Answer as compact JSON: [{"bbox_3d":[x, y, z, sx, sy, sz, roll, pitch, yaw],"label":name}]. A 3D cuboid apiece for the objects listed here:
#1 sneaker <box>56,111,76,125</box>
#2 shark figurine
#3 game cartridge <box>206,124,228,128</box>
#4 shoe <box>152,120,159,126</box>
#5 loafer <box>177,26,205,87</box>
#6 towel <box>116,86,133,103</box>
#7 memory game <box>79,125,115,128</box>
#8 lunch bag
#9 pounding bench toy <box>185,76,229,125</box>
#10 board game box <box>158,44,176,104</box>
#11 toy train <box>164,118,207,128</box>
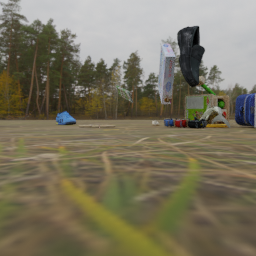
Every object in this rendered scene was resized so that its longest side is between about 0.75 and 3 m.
[{"bbox_3d":[-3.817,-0.609,17.065,0.722,0.858,2.190,1,3,-35],"label":"sneaker"},{"bbox_3d":[4.023,-0.567,12.481,0.907,1.298,2.173,24,-3,-7],"label":"shark figurine"},{"bbox_3d":[3.962,-0.089,12.505,0.905,0.147,0.798,-1,1,36],"label":"game cartridge"},{"bbox_3d":[1.505,-0.273,15.196,0.377,0.288,1.079,0,2,7],"label":"shoe"},{"bbox_3d":[2.656,-3.034,11.507,1.005,2.864,0.972,-16,-29,32],"label":"loafer"},{"bbox_3d":[-0.175,-1.568,13.092,0.142,0.691,0.927,-42,48,-19],"label":"towel"},{"bbox_3d":[-1.389,-0.084,12.540,1.670,0.106,1.670,0,2,0],"label":"memory game"},{"bbox_3d":[5.921,-0.793,12.411,2.216,1.505,1.466,0,2,-10],"label":"lunch bag"},{"bbox_3d":[4.132,-1.342,14.400,1.937,2.484,1.543,-3,3,-42],"label":"pounding bench toy"},{"bbox_3d":[1.911,-2.776,14.145,0.494,2.401,2.395,1,31,0],"label":"board game box"},{"bbox_3d":[2.332,-0.194,12.032,0.560,0.417,2.445,-15,10,-30],"label":"toy train"}]
